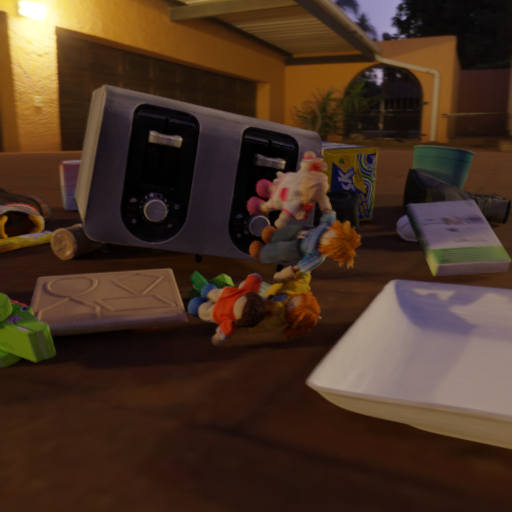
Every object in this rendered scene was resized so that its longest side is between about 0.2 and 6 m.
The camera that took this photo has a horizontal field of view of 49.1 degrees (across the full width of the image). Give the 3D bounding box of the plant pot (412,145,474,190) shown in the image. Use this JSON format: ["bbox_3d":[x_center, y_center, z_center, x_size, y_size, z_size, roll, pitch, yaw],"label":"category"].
[{"bbox_3d":[4.769,-2.057,14.632,1.522,1.431,1.522,8,6,-1],"label":"plant pot"}]

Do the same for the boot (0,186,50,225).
[{"bbox_3d":[-5.658,-0.988,11.460,2.515,0.939,1.219,5,12,14],"label":"boot"}]

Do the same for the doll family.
[{"bbox_3d":[0.359,0.069,5.745,0.997,2.212,1.373,34,-17,-26],"label":"doll family"}]

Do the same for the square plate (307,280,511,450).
[{"bbox_3d":[2.305,0.875,4.612,3.020,0.430,2.991,6,15,24],"label":"square plate"}]

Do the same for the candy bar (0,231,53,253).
[{"bbox_3d":[-4.199,-0.193,9.630,0.473,0.210,1.896,8,15,31],"label":"candy bar"}]

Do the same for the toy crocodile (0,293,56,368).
[{"bbox_3d":[-2.550,0.580,5.210,1.817,0.613,0.561,8,31,27],"label":"toy crocodile"}]

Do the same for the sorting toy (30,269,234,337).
[{"bbox_3d":[-1.299,0.525,6.332,2.328,0.343,1.721,-3,16,-14],"label":"sorting toy"}]

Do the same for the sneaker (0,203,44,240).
[{"bbox_3d":[-4.888,-0.600,10.038,2.116,0.824,0.869,-9,17,-33],"label":"sneaker"}]

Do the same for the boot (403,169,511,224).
[{"bbox_3d":[4.616,-1.295,13.140,1.916,0.993,2.932,5,21,-1],"label":"boot"}]

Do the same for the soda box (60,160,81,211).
[{"bbox_3d":[-3.204,-1.890,14.619,3.561,1.218,1.132,-4,14,-16],"label":"soda box"}]

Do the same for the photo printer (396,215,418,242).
[{"bbox_3d":[3.283,-0.525,10.550,1.239,0.430,1.031,4,15,18],"label":"photo printer"}]

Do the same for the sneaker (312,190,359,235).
[{"bbox_3d":[1.225,-0.869,10.839,0.775,0.926,2.040,-25,28,-20],"label":"sneaker"}]

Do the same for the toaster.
[{"bbox_3d":[-1.059,-1.243,8.851,3.230,2.119,3.572,8,10,-21],"label":"toaster"}]

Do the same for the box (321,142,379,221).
[{"bbox_3d":[0.853,-2.036,13.876,1.540,1.678,4.790,-6,17,-27],"label":"box"}]

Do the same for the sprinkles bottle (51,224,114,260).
[{"bbox_3d":[-2.766,-0.344,9.557,0.530,0.530,1.552,6,14,22],"label":"sprinkles bottle"}]

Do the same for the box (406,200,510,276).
[{"bbox_3d":[3.008,-0.297,8.480,1.078,0.272,1.494,-3,40,-1],"label":"box"}]
